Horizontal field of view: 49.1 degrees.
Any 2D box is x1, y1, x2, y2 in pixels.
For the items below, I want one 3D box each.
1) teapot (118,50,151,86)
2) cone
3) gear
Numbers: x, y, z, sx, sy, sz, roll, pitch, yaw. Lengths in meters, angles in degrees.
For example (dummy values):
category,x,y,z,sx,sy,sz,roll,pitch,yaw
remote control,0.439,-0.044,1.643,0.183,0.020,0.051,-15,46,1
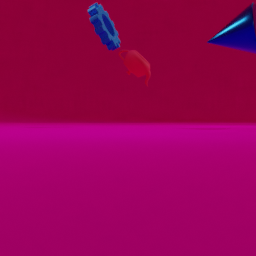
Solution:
category,x,y,z,sx,sy,sz,roll,pitch,yaw
teapot,0.319,-2.346,10.685,1.744,0.854,1.084,45,12,3
cone,2.917,-2.603,7.917,1.400,1.395,1.395,-7,-3,33
gear,-0.850,-3.719,10.350,0.316,1.709,1.709,-23,-7,20
